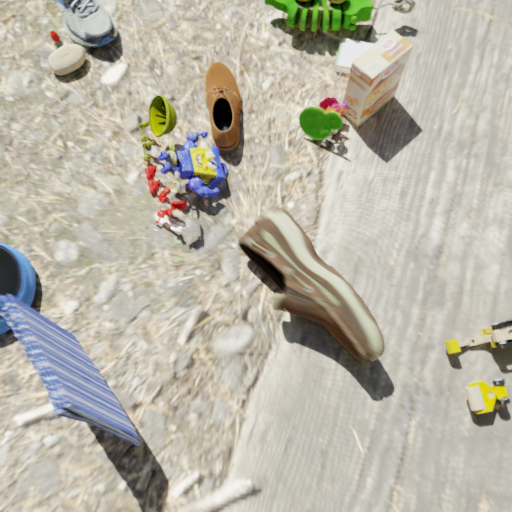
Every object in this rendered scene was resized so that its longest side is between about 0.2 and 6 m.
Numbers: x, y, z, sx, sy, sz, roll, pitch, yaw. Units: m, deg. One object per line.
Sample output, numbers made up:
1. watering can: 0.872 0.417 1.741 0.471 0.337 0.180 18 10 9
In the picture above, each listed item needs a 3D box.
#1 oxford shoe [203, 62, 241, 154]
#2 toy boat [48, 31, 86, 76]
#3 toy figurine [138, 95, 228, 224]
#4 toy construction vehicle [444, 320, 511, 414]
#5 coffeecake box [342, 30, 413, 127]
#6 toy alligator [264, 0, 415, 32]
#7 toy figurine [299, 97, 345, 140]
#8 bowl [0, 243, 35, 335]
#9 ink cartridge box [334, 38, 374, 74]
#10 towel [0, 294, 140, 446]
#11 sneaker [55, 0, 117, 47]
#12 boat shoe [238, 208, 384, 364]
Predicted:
1. oxford shoe: -0.668 -3.194 11.419 0.772 0.772 2.165 -9 66 -2
2. toy boat: -4.136 -4.375 12.099 0.836 0.462 0.994 -29 79 -7
3. toy figurine: -1.289 -1.834 10.964 1.455 1.281 2.428 -1 65 -32
4. toy construction vehicle: 4.243 1.896 9.522 1.736 0.611 1.511 -15 80 -3
5. coffeecake box: 2.349 -3.484 11.113 1.161 1.513 0.553 -41 74 -15
6. toy alligator: 1.792 -5.243 12.112 3.298 0.978 0.895 5 68 2
7. toy figurine: 1.478 -2.891 11.282 0.974 0.731 0.896 0 39 40
8. bowl: -4.878 0.575 9.986 1.798 0.353 1.798 -1 71 3
9. ink cartridge box: 2.289 -4.263 12.108 1.067 0.256 0.777 13 69 5
10. towel: -2.864 1.726 8.457 0.308 1.869 2.581 -44 52 -6
11. sneaker: -3.992 -5.696 12.204 1.047 1.157 2.716 -32 72 -12
12. boat shoe: 0.813 0.666 9.665 1.189 1.187 3.214 -31 61 -14
